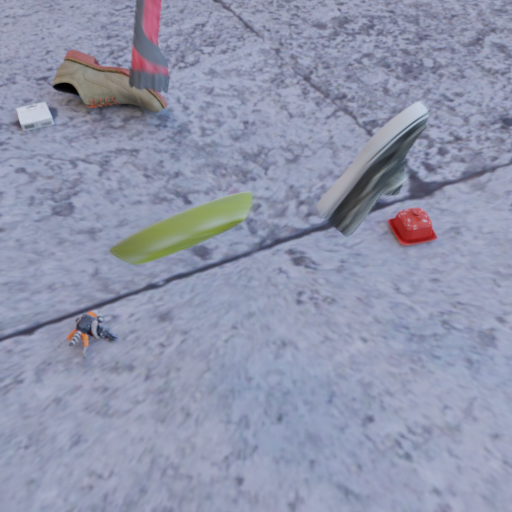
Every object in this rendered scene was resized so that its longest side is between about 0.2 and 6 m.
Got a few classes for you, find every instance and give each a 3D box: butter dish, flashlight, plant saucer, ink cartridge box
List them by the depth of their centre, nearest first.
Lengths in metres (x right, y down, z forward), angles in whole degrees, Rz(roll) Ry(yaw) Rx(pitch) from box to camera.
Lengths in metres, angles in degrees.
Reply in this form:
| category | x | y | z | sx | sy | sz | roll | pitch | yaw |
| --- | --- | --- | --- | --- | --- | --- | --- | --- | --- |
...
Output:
| category | x | y | z | sx | sy | sz | roll | pitch | yaw |
| --- | --- | --- | --- | --- | --- | --- | --- | --- | --- |
| plant saucer | -0.989 | -0.328 | 7.926 | 2.148 | 2.148 | 0.334 | -23 | 90 | -21 |
| flashlight | -1.890 | -4.240 | 10.358 | 0.776 | 2.292 | 0.779 | -4 | 23 | -37 |
| butter dish | 3.189 | -0.696 | 11.303 | 0.828 | 0.612 | 0.825 | -10 | 46 | -9 |
| ink cartridge box | -5.681 | -3.580 | 14.385 | 0.777 | 0.273 | 0.956 | -19 | 41 | -17 |

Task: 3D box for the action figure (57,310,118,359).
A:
| category | x | y | z | sx | sy | sz | roll | pitch | yaw |
| --- | --- | --- | --- | --- | --- | --- | --- | --- | --- |
| action figure | -2.826 | 1.294 | 9.517 | 0.871 | 0.456 | 0.843 | 14 | 56 | 13 |

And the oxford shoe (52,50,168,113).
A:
| category | x | y | z | sx | sy | sz | roll | pitch | yaw |
| --- | --- | --- | --- | --- | --- | --- | --- | --- | --- |
| oxford shoe | -3.834 | -4.234 | 14.629 | 3.304 | 1.164 | 1.236 | 24 | 77 | 20 |

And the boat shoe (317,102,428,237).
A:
| category | x | y | z | sx | sy | sz | roll | pitch | yaw |
| --- | --- | --- | --- | --- | --- | --- | --- | --- | --- |
| boat shoe | 1.923 | -1.252 | 8.620 | 0.830 | 2.340 | 0.843 | 48 | 38 | 13 |
